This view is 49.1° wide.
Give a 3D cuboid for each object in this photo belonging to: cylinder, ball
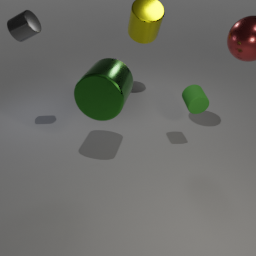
[{"bbox_3d":[2.182,-0.933,9.086,0.700,0.700,0.700,-5,43,-8],"label":"cylinder"},{"bbox_3d":[0.755,-4.662,12.196,1.400,1.400,1.400,3,68,-7],"label":"cylinder"},{"bbox_3d":[-0.656,-1.132,8.073,1.400,1.400,1.400,6,32,11],"label":"cylinder"},{"bbox_3d":[-3.085,-3.032,8.345,0.700,0.700,0.700,-19,25,20],"label":"cylinder"},{"bbox_3d":[3.895,-2.832,8.926,1.400,1.400,1.400,0,30,0],"label":"ball"}]
